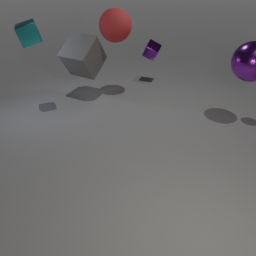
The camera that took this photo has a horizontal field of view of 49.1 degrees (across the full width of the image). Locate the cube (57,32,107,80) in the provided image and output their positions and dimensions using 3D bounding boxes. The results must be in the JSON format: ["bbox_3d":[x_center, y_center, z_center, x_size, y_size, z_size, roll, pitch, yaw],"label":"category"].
[{"bbox_3d":[-2.028,-3.252,12.680,1.400,1.400,1.400,17,69,24],"label":"cube"}]

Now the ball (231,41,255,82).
[{"bbox_3d":[4.343,-2.318,9.813,1.400,1.400,1.400,0,29,0],"label":"ball"}]

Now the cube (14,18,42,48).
[{"bbox_3d":[-3.490,-3.316,9.796,0.700,0.700,0.700,-22,36,-7],"label":"cube"}]

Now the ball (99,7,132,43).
[{"bbox_3d":[-0.537,-4.347,11.869,1.400,1.400,1.400,0,29,0],"label":"ball"}]

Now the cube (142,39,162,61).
[{"bbox_3d":[1.272,-4.142,14.930,0.700,0.700,0.700,28,58,-3],"label":"cube"}]
